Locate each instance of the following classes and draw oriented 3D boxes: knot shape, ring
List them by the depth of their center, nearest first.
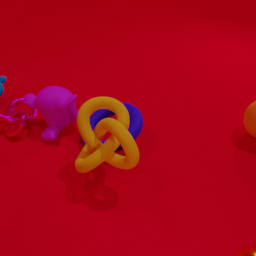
[{"bbox_3d":[-0.600,0.315,6.149,0.819,1.659,1.773,13,38,-52],"label":"knot shape"},{"bbox_3d":[-0.438,-0.026,7.520,1.750,0.350,1.750,-14,44,13],"label":"ring"},{"bbox_3d":[-3.191,-0.378,8.081,1.326,0.613,1.241,25,47,26],"label":"knot shape"}]

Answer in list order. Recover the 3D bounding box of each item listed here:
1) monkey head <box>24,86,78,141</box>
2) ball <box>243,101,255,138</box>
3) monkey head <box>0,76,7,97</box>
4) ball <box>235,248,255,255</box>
[{"bbox_3d":[-2.070,-0.439,7.656,1.931,1.164,1.389,5,52,32],"label":"monkey head"},{"bbox_3d":[3.707,-0.230,7.511,1.128,1.128,1.128,0,41,0],"label":"ball"},{"bbox_3d":[-4.266,-1.202,8.576,0.814,0.681,1.131,43,66,-12],"label":"monkey head"},{"bbox_3d":[2.131,2.443,4.720,0.768,0.768,0.768,0,41,0],"label":"ball"}]
